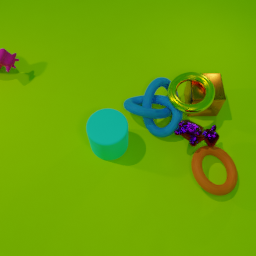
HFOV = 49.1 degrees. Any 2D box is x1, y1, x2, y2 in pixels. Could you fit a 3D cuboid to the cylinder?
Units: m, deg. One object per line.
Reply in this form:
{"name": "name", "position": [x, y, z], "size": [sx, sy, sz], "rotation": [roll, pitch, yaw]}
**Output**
{"name": "cylinder", "position": [-0.563, 0.204, 8.067], "size": [1.141, 1.141, 1.141], "rotation": [0, 62, 0]}

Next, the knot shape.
{"name": "knot shape", "position": [0.741, -0.673, 8.669], "size": [1.758, 0.868, 1.879], "rotation": [4, 63, 0]}

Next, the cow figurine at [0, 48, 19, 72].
{"name": "cow figurine", "position": [-4.328, -2.247, 9.353], "size": [1.303, 1.324, 0.727], "rotation": [20, 74, -15]}

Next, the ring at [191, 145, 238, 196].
{"name": "ring", "position": [2.393, 1.145, 7.723], "size": [1.435, 0.287, 1.435], "rotation": [10, 61, -18]}

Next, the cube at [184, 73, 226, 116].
{"name": "cube", "position": [2.376, -1.029, 8.813], "size": [0.991, 0.991, 0.991], "rotation": [-1, 62, 0]}

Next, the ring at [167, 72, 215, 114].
{"name": "ring", "position": [1.831, -1.044, 8.151], "size": [1.360, 0.272, 1.360], "rotation": [-3, 66, 7]}

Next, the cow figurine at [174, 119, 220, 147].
{"name": "cow figurine", "position": [1.931, 0.119, 7.758], "size": [1.134, 0.622, 1.116], "rotation": [33, 28, 21]}
